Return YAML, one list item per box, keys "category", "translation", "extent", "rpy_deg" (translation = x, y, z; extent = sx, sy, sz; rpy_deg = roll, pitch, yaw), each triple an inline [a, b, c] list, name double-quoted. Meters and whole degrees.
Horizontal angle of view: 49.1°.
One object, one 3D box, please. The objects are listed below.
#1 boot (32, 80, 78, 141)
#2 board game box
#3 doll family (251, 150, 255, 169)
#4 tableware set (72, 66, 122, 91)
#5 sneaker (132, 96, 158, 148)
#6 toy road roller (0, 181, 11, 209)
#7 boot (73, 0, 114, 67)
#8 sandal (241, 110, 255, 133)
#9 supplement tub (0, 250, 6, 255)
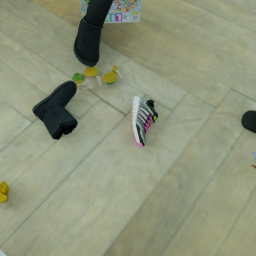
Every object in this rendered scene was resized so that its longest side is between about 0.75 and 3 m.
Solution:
- category: "boot"
  translation: [-2.180, -0.612, 9.709]
  extent: [1.893, 0.723, 1.590]
  rpy_deg: [-40, 62, -14]
- category: "board game box"
  translation: [-0.750, -5.405, 12.109]
  extent: [2.572, 1.729, 0.440]
  rpy_deg: [-3, 58, -1]
- category: "doll family"
  translation: [4.586, 1.132, 8.765]
  extent: [1.580, 0.620, 0.913]
  rpy_deg: [-7, 62, 2]
- category: "tableware set"
  translation: [-1.194, -1.964, 10.854]
  extent: [1.833, 0.281, 1.235]
  rpy_deg: [-20, 53, -10]
- category: "sneaker"
  translation: [0.596, -0.267, 9.499]
  extent: [0.882, 0.744, 2.017]
  rpy_deg: [-3, 53, 5]
- category: "toy road roller"
  translation: [-3.710, 1.952, 8.296]
  extent: [0.804, 0.494, 0.587]
  rpy_deg: [27, 50, 16]
- category: "boot"
  translation: [-1.233, -4.173, 10.893]
  extent: [1.075, 2.380, 2.905]
  rpy_deg: [13, 53, -24]
- category: "sandal"
  translation: [5.268, 0.113, 9.322]
  extent: [2.876, 0.648, 1.080]
  rpy_deg: [24, 61, 14]
- category: "supplement tub"
  translation: [-3.698, 3.671, 7.003]
  extent: [0.855, 0.855, 1.296]
  rpy_deg: [35, 64, 20]
